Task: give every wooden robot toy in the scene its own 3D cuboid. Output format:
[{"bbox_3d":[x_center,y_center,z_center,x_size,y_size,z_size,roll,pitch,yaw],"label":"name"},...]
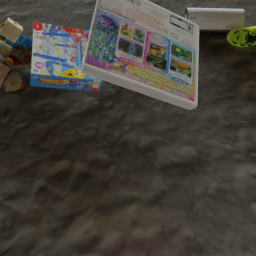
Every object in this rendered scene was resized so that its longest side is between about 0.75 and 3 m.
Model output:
[{"bbox_3d":[-3.784,-1.716,8.541,1.289,1.328,2.926,29,91,56],"label":"wooden robot toy"}]

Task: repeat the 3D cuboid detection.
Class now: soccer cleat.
[{"bbox_3d":[4.450,-3.310,9.924,2.037,0.658,0.852,-9,27,-1],"label":"soccer cleat"}]

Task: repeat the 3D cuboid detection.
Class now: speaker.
[{"bbox_3d":[3.070,-3.863,10.043,2.029,0.824,0.824,2,57,1],"label":"speaker"}]

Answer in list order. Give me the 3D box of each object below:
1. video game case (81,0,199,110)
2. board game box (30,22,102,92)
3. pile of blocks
[{"bbox_3d":[0.465,-1.991,6.781,2.838,0.336,2.583,17,65,-19],"label":"video game case"},{"bbox_3d":[-1.909,-2.190,8.659,2.035,0.581,2.079,2,61,-19],"label":"board game box"},{"bbox_3d":[-3.893,-2.549,9.019,2.729,1.120,0.848,18,59,11],"label":"pile of blocks"}]
